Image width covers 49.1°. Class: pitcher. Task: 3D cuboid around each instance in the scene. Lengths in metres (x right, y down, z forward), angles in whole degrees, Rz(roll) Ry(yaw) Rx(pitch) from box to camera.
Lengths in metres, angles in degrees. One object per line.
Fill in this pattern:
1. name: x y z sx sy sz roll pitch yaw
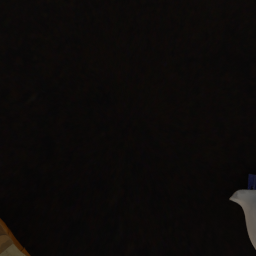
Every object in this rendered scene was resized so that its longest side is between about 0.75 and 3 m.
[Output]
1. pitcher: 3.949 2.483 7.555 1.653 1.168 1.927 -18 57 -5

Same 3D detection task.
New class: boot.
1. boot: -3.490 3.244 7.610 2.016 2.816 0.991 22 41 41

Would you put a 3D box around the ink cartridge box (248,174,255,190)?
1. ink cartridge box: 4.088 1.905 8.351 0.960 0.226 0.949 9 77 0
